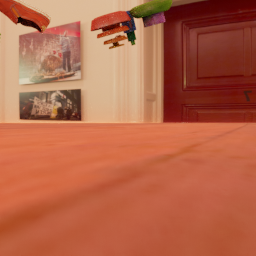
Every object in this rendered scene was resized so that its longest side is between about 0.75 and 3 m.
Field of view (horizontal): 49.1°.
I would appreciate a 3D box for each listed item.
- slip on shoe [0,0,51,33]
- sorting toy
[{"bbox_3d":[-3.593,-3.685,8.946,2.155,0.659,0.798,18,-10,-20],"label":"slip on shoe"},{"bbox_3d":[0.150,-2.836,7.890,2.388,0.980,1.435,-18,18,-5],"label":"sorting toy"}]
